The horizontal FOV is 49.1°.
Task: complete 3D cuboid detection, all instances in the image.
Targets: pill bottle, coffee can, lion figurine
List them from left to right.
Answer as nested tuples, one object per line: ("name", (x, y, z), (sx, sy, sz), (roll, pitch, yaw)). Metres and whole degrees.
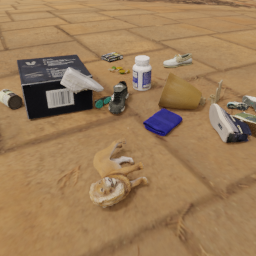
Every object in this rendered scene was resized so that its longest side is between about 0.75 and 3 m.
("coffee can", (-5.420, -1.326, 12.892), (0.947, 0.693, 0.693), (27, 42, 35))
("lion figurine", (-0.527, 1.330, 8.804), (1.764, 1.043, 2.880), (-18, 23, -12))
("pill bottle", (0.723, -2.810, 14.320), (0.961, 1.605, 0.961), (0, 33, 0))

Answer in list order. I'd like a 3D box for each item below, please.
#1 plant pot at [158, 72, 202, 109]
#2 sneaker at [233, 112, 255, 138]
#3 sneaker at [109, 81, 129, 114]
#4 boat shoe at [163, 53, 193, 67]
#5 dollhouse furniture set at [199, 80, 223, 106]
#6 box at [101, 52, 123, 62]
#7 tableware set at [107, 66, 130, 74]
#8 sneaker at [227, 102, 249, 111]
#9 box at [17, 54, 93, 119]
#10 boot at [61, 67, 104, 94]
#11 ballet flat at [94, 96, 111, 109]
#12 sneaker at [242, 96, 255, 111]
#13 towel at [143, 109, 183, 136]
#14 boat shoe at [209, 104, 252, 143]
("plant pot", (2.394, -1.504, 12.624), (1.683, 1.568, 1.568), (19, 36, 6))
("sneaker", (5.070, -0.162, 11.164), (0.844, 0.631, 1.881), (-24, 37, -25))
("sneaker", (-0.441, -1.505, 12.879), (0.744, 1.013, 2.240), (5, 34, 9))
("boat shoe", (3.069, -4.200, 17.285), (1.969, 0.673, 0.736), (-13, 36, -19))
("dollhouse furniture set", (3.651, -1.729, 13.238), (1.218, 0.992, 1.158), (17, 37, 24))
("box", (-1.032, -4.632, 18.309), (1.133, 0.278, 0.913), (-25, 38, -32))
("tableware set", (-0.511, -3.401, 16.550), (1.282, 0.197, 0.864), (13, 32, 20))
("sneaker", (5.028, -1.065, 12.822), (0.930, 0.361, 0.401), (10, 32, 15))
("box", (-3.389, -2.030, 12.952), (2.910, 1.737, 2.959), (-11, 36, -19))
("boot", (-1.877, -1.723, 11.387), (1.675, 0.800, 0.616), (28, 17, -22))
("ballet flat", (-1.260, -1.196, 13.016), (0.431, 0.429, 1.261), (10, 24, 31))
("sneaker", (5.917, -1.061, 12.626), (0.650, 0.571, 1.623), (-8, 33, -16))
("towel", (1.455, -0.227, 11.584), (1.110, 0.372, 1.503), (29, 42, 26))
("boat shoe", (4.051, -0.191, 11.213), (1.019, 0.820, 2.197), (3, 40, -9))
